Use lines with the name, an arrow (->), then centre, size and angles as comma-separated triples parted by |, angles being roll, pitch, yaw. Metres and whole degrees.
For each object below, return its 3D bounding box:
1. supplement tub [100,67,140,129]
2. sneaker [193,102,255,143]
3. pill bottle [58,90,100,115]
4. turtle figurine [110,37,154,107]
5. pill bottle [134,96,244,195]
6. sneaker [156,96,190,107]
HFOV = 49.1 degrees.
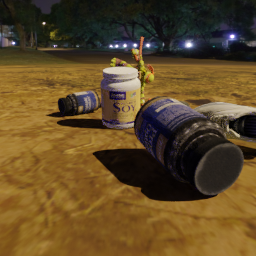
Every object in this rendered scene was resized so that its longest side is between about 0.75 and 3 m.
supplement tub -> -0.233, -0.975, 8.936 | 1.272, 1.749, 1.272 | -1, 24, 0
sneaker -> 2.597, -0.169, 7.012 | 2.776, 1.014, 0.983 | 0, 3, 38
pill bottle -> -1.880, -0.947, 10.724 | 1.473, 0.824, 0.824 | -16, 22, -36
turtle figurine -> 0.269, -2.293, 11.420 | 0.946, 2.937, 2.369 | -30, 34, -32
pill bottle -> 1.079, 0.260, 5.458 | 1.271, 1.271, 2.273 | -6, 23, -20
sneaker -> 0.951, -0.563, 9.373 | 1.232, 0.822, 2.150 | -13, 18, -29
